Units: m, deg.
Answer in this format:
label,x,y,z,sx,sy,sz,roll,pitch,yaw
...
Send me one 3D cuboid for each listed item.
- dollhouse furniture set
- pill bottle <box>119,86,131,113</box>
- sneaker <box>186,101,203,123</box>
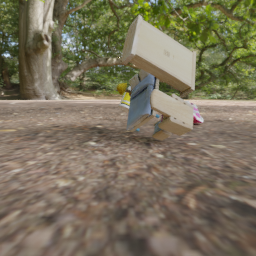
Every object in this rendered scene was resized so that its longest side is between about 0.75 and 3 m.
label,x,y,z,sx,sy,sz,roll,pitch,yaw
dollhouse furniture set,0.107,-0.734,6.078,1.494,2.161,2.289,24,-33,-23
pill bottle,0.044,-1.043,10.148,0.504,0.882,0.504,21,-19,8
sneaker,2.017,-0.490,8.724,0.481,0.522,1.184,0,-20,39
